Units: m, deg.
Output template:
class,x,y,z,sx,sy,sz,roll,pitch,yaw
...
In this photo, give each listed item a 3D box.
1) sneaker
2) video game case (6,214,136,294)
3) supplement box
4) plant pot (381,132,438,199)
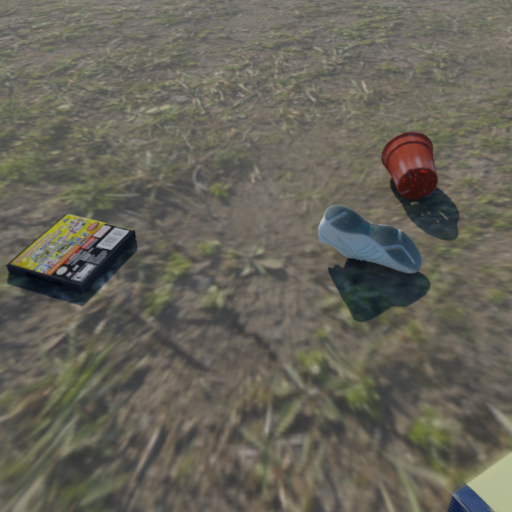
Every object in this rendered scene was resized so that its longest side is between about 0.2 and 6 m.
class,x,y,z,sx,sy,sz,roll,pitch,yaw
sneaker,1.854,-0.196,9.204,1.796,0.720,0.632,27,57,2
video game case,-3.062,-0.086,9.422,1.454,0.205,1.609,14,40,17
supplement box,2.883,2.682,4.934,1.794,1.206,1.796,-20,40,-25
plant pot,3.056,-1.712,10.984,1.043,1.043,1.015,0,46,0
